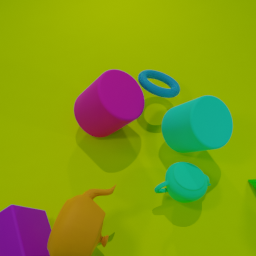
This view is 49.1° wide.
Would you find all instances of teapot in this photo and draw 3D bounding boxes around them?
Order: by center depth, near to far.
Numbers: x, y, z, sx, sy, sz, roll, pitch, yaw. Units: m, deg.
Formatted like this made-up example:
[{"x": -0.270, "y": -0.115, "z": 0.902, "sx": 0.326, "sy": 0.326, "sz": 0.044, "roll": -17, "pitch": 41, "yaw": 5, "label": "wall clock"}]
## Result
[{"x": -0.742, "y": 1.687, "z": 4.701, "sx": 0.897, "sy": 1.139, "sz": 1.833, "roll": 20, "pitch": 61, "yaw": 2, "label": "teapot"}, {"x": 1.213, "y": 1.171, "z": 5.852, "sx": 1.405, "sy": 0.688, "sz": 0.874, "roll": -5, "pitch": 49, "yaw": -19, "label": "teapot"}]

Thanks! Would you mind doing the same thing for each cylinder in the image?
[{"x": 1.489, "y": -0.045, "z": 6.158, "sx": 1.115, "sy": 1.115, "sz": 1.115, "roll": 4, "pitch": 79, "yaw": -25, "label": "cylinder"}, {"x": -0.456, "y": -0.542, "z": 6.563, "sx": 1.241, "sy": 1.241, "sz": 1.241, "roll": 15, "pitch": 62, "yaw": -32, "label": "cylinder"}]

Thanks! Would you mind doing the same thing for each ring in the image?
[{"x": 0.785, "y": -1.126, "z": 7.069, "sx": 1.121, "sy": 0.224, "sz": 1.121, "roll": 14, "pitch": 35, "yaw": -10, "label": "ring"}]

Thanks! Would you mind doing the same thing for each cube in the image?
[{"x": -1.999, "y": 2.073, "z": 4.986, "sx": 0.957, "sy": 0.957, "sz": 0.957, "roll": -33, "pitch": 60, "yaw": 7, "label": "cube"}]

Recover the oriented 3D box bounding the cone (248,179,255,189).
[{"x": 3.241, "y": 1.376, "z": 5.786, "sx": 1.588, "sy": 1.588, "sz": 1.593, "roll": -41, "pitch": 38, "yaw": -25, "label": "cone"}]
